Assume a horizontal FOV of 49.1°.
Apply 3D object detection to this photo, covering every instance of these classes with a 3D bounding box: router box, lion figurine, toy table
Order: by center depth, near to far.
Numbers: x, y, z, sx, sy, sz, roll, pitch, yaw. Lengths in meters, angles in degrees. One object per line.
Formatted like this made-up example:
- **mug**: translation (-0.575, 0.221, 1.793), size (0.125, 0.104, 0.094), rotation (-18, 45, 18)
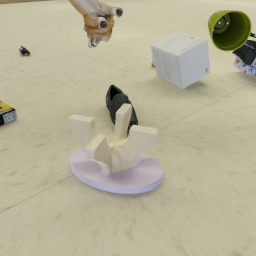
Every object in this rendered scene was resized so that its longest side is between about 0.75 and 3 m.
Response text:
- **toy table**: translation (-0.268, 0.395, 5.545), size (1.963, 1.150, 1.805), rotation (4, 31, 8)
- **lion figurine**: translation (-1.204, -3.238, 7.037), size (1.017, 2.807, 1.719), rotation (-46, 37, -6)
- **router box**: translation (-3.762, -0.305, 7.459), size (0.961, 0.319, 1.222), rotation (24, 39, 33)

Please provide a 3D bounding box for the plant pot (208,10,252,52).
- **plant pot**: translation (2.402, -2.501, 6.939), size (0.945, 0.945, 0.910), rotation (-1, 33, -2)

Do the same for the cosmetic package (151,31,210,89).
- **cosmetic package**: translation (1.816, -2.386, 9.694), size (1.289, 1.281, 1.540), rotation (-31, 40, -16)

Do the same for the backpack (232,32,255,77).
- **backpack**: translation (4.779, -2.549, 10.131), size (1.653, 1.337, 1.735), rotation (4, 37, -7)

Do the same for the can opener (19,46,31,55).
- **can opener**: translation (-4.822, -3.542, 12.834), size (0.353, 0.438, 1.115), rotation (-51, 42, -3)

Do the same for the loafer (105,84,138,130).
- **loafer**: translation (-0.219, -0.586, 7.576), size (0.658, 0.680, 1.937), rotation (-10, 33, -15)

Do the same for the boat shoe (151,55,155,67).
- **boat shoe**: translation (2.000, -2.747, 11.097), size (2.131, 0.692, 0.769), rotation (6, 32, 10)
